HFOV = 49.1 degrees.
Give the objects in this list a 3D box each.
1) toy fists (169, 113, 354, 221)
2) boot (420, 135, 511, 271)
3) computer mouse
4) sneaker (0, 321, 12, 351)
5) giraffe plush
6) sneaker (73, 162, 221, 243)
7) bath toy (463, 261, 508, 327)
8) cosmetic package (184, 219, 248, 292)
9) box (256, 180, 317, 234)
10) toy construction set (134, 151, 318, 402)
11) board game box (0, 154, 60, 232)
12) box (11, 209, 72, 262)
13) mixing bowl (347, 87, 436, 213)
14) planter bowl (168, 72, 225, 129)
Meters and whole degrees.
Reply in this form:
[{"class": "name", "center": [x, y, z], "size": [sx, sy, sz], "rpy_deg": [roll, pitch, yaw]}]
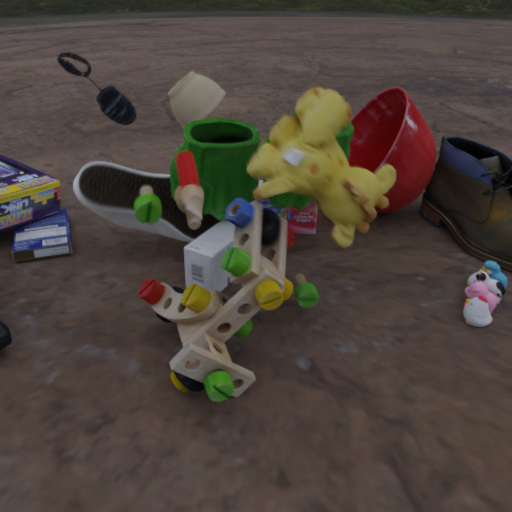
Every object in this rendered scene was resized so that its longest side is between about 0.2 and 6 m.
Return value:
[{"class": "toy fists", "center": [0.100, -1.593, 9.940], "size": [3.355, 1.710, 1.154], "rpy_deg": [-10, 46, -22]}, {"class": "boot", "center": [4.510, -1.031, 10.709], "size": [1.329, 1.724, 3.558], "rpy_deg": [-14, 33, -23]}, {"class": "computer mouse", "center": [-2.784, -2.925, 9.833], "size": [0.478, 1.631, 0.278], "rpy_deg": [-47, 13, -7]}, {"class": "sneaker", "center": [-4.811, 0.704, 8.548], "size": [1.251, 1.190, 3.157], "rpy_deg": [-11, 38, -40]}, {"class": "giraffe plush", "center": [1.062, -1.170, 8.062], "size": [1.708, 1.818, 2.107], "rpy_deg": [36, 26, -21]}, {"class": "sneaker", "center": [-1.815, -0.986, 10.724], "size": [3.284, 1.196, 1.390], "rpy_deg": [18, -10, -22]}, {"class": "bath toy", "center": [3.685, 0.599, 9.101], "size": [0.607, 0.516, 1.396], "rpy_deg": [16, 34, 27]}, {"class": "cosmetic package", "center": [-0.589, -0.039, 9.876], "size": [0.621, 0.864, 1.530], "rpy_deg": [18, 36, 25]}, {"class": "box", "center": [0.164, -1.128, 11.604], "size": [2.128, 1.007, 1.092], "rpy_deg": [0, 30, 1]}, {"class": "toy construction set", "center": [-0.482, 0.434, 7.226], "size": [2.451, 2.939, 2.258], "rpy_deg": [-20, 39, 2]}, {"class": "board game box", "center": [-5.686, -1.193, 10.938], "size": [2.290, 0.786, 2.771], "rpy_deg": [25, 31, 23]}, {"class": "box", "center": [-4.239, -0.442, 11.135], "size": [1.055, 0.282, 1.742], "rpy_deg": [-9, 31, -16]}, {"class": "mixing bowl", "center": [2.776, -1.972, 11.980], "size": [1.515, 2.798, 2.798], "rpy_deg": [29, 23, -19]}, {"class": "planter bowl", "center": [-1.348, -3.348, 11.817], "size": [1.189, 0.800, 1.189], "rpy_deg": [-35, 25, 19]}]
